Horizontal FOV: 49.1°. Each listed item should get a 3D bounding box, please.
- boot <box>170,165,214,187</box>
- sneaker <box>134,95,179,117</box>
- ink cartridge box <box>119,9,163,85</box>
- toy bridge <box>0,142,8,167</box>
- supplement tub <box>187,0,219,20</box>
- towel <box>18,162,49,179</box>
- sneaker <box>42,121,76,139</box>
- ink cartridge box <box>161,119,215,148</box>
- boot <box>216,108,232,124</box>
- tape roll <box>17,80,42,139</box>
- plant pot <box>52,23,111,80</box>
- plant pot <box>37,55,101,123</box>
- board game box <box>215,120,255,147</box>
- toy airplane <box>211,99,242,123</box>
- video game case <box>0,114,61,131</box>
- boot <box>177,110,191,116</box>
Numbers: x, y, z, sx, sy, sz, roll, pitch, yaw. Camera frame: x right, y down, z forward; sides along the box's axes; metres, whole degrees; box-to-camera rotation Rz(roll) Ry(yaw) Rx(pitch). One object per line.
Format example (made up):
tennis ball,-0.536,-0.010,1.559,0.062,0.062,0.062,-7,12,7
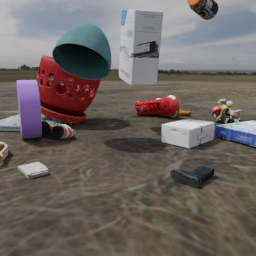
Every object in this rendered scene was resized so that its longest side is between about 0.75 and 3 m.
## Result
boot,1.465,1.004,6.330,0.715,0.285,0.867,22,27,34
sneaker,1.315,-0.944,14.085,1.672,1.134,2.895,-12,3,-15
ink cartridge box,0.407,-3.043,10.542,1.077,2.558,1.849,-3,22,-16
toy bridge,-3.955,0.612,8.047,0.837,0.339,2.491,-6,13,-37
supplement tub,1.997,-3.302,7.494,0.865,0.530,0.530,12,1,-44
towel,-2.280,0.998,6.745,0.534,0.139,0.806,-9,15,-38
sneaker,-2.544,0.103,10.182,1.608,0.566,0.752,10,1,42
ink cartridge box,2.021,0.142,9.448,1.143,0.646,1.561,12,17,43
boot,4.409,-0.512,12.523,0.846,0.305,0.639,-50,31,-9
tape roll,-3.488,-0.657,9.849,0.665,2.028,2.028,-5,13,-21
plant pot,-1.358,-2.621,9.106,1.875,1.263,1.875,10,-22,4
plant pot,-2.781,-1.689,12.535,2.720,2.477,2.720,18,13,-4
board game box,4.537,0.191,9.661,2.096,0.457,2.106,-7,14,-30
toy airplane,4.730,-0.828,13.114,1.351,0.953,1.345,30,41,24
video game case,-4.244,-0.246,12.116,2.323,0.280,2.549,1,12,5
boot,2.823,-0.771,14.388,0.642,0.316,0.897,5,8,37
